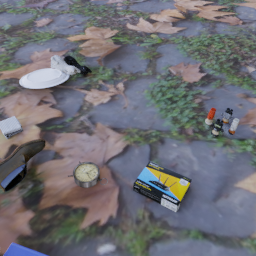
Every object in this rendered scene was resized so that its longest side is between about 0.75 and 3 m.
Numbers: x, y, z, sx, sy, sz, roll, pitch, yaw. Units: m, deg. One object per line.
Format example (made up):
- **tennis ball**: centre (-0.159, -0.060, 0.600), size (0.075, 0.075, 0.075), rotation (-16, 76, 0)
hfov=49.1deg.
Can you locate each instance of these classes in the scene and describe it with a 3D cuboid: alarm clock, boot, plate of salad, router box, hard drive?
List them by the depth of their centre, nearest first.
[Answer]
- **hard drive**: centre (-2.281, 3.197, 6.283), size (1.314, 0.167, 0.867), rotation (13, 44, 14)
- **router box**: centre (0.966, 1.604, 7.877), size (1.355, 0.346, 1.011), rotation (22, 47, 22)
- **alarm clock**: centre (-1.092, 1.401, 8.084), size (1.130, 0.376, 0.763), rotation (17, 45, 20)
- **boot**: centre (-3.040, 1.073, 8.111), size (1.880, 0.702, 0.911), rotation (-34, 61, -28)
- **plate of salad**: centre (-3.457, -1.999, 11.703), size (2.035, 0.489, 2.035), rotation (-2, 32, 1)

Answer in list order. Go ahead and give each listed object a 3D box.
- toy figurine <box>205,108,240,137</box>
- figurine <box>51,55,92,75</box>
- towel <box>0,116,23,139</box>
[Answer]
- **toy figurine**: centre (3.239, -0.188, 9.641), size (0.963, 0.680, 0.978), rotation (-2, 41, -11)
- **figurine**: centre (-2.435, -2.645, 12.080), size (1.346, 0.594, 1.380), rotation (27, 23, 19)
- **towel**: centre (-4.041, -0.012, 9.659), size (0.655, 0.338, 0.791), rotation (-25, 46, -27)
